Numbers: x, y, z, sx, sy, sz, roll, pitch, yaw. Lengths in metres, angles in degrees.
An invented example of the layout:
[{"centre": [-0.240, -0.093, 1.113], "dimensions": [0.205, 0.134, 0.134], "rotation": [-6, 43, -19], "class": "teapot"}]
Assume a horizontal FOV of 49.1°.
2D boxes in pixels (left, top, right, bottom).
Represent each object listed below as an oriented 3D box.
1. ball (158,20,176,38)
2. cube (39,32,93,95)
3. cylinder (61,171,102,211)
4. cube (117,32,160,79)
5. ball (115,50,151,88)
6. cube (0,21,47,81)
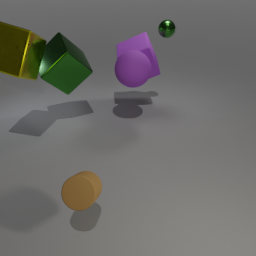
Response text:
[{"centre": [1.568, -3.997, 11.300], "dimensions": [0.700, 0.700, 0.700], "rotation": [0, 29, 0], "class": "ball"}, {"centre": [-2.443, -2.413, 10.617], "dimensions": [1.400, 1.400, 1.400], "rotation": [-39, 52, 16], "class": "cube"}, {"centre": [-0.942, 1.281, 5.814], "dimensions": [0.700, 0.700, 0.700], "rotation": [3, -1, 5], "class": "cylinder"}, {"centre": [0.435, -2.947, 11.977], "dimensions": [1.400, 1.400, 1.400], "rotation": [-20, 42, 14], "class": "cube"}, {"centre": [0.190, -2.240, 10.645], "dimensions": [1.400, 1.400, 1.400], "rotation": [0, 29, 0], "class": "ball"}, {"centre": [-3.573, -2.374, 8.707], "dimensions": [1.400, 1.400, 1.400], "rotation": [17, 7, 1], "class": "cube"}]
